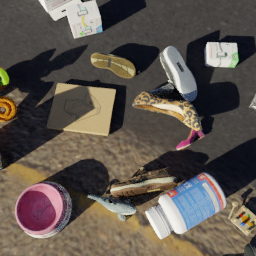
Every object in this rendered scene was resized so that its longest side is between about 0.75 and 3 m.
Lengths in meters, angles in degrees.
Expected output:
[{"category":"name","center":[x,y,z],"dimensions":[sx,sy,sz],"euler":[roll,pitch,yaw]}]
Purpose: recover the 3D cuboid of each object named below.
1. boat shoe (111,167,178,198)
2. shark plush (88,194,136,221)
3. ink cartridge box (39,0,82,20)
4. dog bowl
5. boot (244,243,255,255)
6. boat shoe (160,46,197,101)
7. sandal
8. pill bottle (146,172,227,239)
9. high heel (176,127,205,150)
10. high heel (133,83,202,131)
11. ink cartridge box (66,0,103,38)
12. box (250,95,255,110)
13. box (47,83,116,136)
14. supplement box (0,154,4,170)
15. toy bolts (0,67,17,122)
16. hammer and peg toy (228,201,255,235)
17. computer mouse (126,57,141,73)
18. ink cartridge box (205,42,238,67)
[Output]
[{"category":"boat shoe","center":[0.509,1.803,9.635],"dimensions":[2.285,0.844,0.845],"euler":[-6,57,-9]},{"category":"shark plush","center":[-0.496,2.447,9.381],"dimensions":[1.645,0.685,0.747],"euler":[29,73,10]},{"category":"ink cartridge box","center":[-3.358,-6.341,12.460],"dimensions":[1.636,0.957,2.820],"euler":[-32,73,-11]},{"category":"dog bowl","center":[-2.849,2.663,9.301],"dimensions":[1.888,0.696,1.888],"euler":[0,70,-1]},{"category":"boot","center":[3.246,4.501,8.736],"dimensions":[1.774,0.582,1.462],"euler":[-10,68,1]},{"category":"boat shoe","center":[1.908,-2.041,10.975],"dimensions":[0.834,0.771,2.258],"euler":[-36,98,-23]},{"category":"sandal","center":[-0.556,-2.613,11.298],"dimensions":[1.879,0.755,0.507],"euler":[19,32,4]},{"category":"pill bottle","center":[1.820,2.527,9.014],"dimensions":[2.360,1.324,1.324],"euler":[-27,72,-11]},{"category":"high heel","center":[2.199,0.288,10.268],"dimensions":[1.327,0.447,0.636],"euler":[-28,82,-15]},{"category":"high heel","center":[1.394,-0.516,10.289],"dimensions":[1.788,0.896,2.508],"euler":[-24,55,-15]},{"category":"ink cartridge box","center":[-1.840,-4.576,11.819],"dimensions":[1.285,0.942,0.938],"euler":[-16,71,-5]},{"category":"box","center":[5.770,-1.235,10.886],"dimensions":[1.415,0.391,1.766],"euler":[30,73,10]},{"category":"box","center":[-1.755,-0.749,10.790],"dimensions":[2.349,0.250,1.920],"euler":[7,70,3]},{"category":"supplement box","center":[-5.461,0.974,9.336],"dimensions":[1.773,1.771,1.190],"euler":[-20,71,-7]},{"category":"toy bolts","center":[-5.470,-1.164,10.650],"dimensions":[2.219,1.539,2.119],"euler":[-23,112,-18]},{"category":"hammer and peg toy","center":[3.791,2.984,9.372],"dimensions":[0.985,0.347,0.724],"euler":[42,77,14]},{"category":"computer mouse","center":[0.208,-2.578,11.536],"dimensions":[0.274,0.159,0.936],"euler":[-36,68,1]},{"category":"ink cartridge box","center":[3.809,-2.996,11.472],"dimensions":[1.200,0.504,0.876],"euler":[2,70,1]}]
